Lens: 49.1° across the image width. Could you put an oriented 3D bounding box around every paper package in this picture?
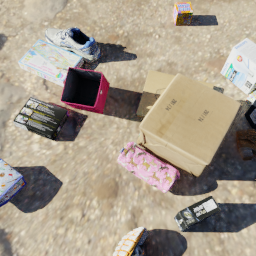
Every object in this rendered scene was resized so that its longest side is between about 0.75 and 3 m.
[{"bbox_3d":[2.213,-0.152,10.412,2.827,1.534,2.966,30,67,13],"label":"paper package"}]

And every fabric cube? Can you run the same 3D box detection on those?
[{"bbox_3d":[-1.655,-1.455,11.237,1.444,1.440,1.417,11,84,9],"label":"fabric cube"}]

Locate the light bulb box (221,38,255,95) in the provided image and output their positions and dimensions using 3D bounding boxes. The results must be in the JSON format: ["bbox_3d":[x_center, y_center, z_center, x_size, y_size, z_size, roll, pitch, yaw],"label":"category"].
[{"bbox_3d":[5.134,-2.635,12.053,1.011,1.606,1.620,-33,65,-21],"label":"light bulb box"}]

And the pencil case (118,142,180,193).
[{"bbox_3d":[0.739,1.420,10.206,2.282,0.987,0.945,32,60,14],"label":"pencil case"}]

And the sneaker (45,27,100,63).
[{"bbox_3d":[-2.640,-4.255,13.145,2.993,1.275,1.153,23,64,13],"label":"sneaker"}]

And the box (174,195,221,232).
[{"bbox_3d":[2.282,2.874,9.364,1.288,1.055,0.555,-23,64,-11],"label":"box"}]

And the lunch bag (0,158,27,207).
[{"bbox_3d":[-4.577,2.033,9.940,1.205,0.878,1.418,32,58,16],"label":"lunch bag"}]

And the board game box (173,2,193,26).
[{"bbox_3d":[2.788,-5.811,14.262,0.801,0.800,0.800,-4,61,-2],"label":"board game box"}]

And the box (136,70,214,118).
[{"bbox_3d":[2.054,-1.203,12.006,2.932,0.312,2.397,14,63,6],"label":"box"}]

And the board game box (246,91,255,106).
[{"bbox_3d":[5.641,-1.338,11.995,0.940,0.484,0.493,-27,65,-14],"label":"board game box"}]

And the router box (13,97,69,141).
[{"bbox_3d":[-3.538,-0.399,11.489,1.809,0.462,1.349,21,63,11],"label":"router box"}]

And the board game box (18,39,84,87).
[{"bbox_3d":[-3.540,-3.034,12.957,2.461,0.421,1.655,25,64,13],"label":"board game box"}]

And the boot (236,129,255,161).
[{"bbox_3d":[5.071,0.607,10.891,1.621,0.597,1.254,1,57,-3],"label":"boot"}]

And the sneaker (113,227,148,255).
[{"bbox_3d":[0.014,4.324,8.732,0.988,1.001,2.559,36,63,-8],"label":"sneaker"}]

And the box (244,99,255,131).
[{"bbox_3d":[5.796,-0.702,11.214,1.663,1.234,0.890,-15,63,-9],"label":"box"}]
